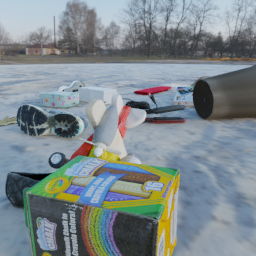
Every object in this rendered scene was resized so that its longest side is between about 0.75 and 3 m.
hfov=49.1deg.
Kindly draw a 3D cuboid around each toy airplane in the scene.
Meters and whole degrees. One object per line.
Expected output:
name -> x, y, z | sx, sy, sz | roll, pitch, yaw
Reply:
toy airplane -> -0.210, 0.330, 4.163 | 1.158, 1.634, 1.641 | 30, 23, 29

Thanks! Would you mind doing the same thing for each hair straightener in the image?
hair straightener -> 0.601, -0.636, 8.823 | 2.487, 0.957, 0.509 | 0, 16, 0

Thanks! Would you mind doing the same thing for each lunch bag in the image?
lunch bag -> -2.763, -1.182, 11.491 | 1.468, 0.566, 1.177 | 6, 14, 19

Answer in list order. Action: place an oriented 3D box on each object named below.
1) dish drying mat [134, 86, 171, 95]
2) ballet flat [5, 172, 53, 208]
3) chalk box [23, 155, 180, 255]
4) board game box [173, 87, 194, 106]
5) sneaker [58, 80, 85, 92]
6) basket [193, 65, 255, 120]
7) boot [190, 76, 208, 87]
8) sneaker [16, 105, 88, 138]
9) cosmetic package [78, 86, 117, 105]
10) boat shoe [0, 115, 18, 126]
dish drying mat -> 1.383, -2.036, 15.201 | 0.928, 0.220, 2.417 | 11, 20, 36
ballet flat -> -0.965, 0.801, 4.503 | 1.864, 0.529, 0.619 | -10, 18, -31
chalk box -> -0.364, 0.966, 3.009 | 1.648, 1.029, 1.021 | 7, 17, 20
board game box -> 2.736, -1.330, 11.594 | 1.558, 0.270, 0.984 | 3, 46, 20
sneaker -> -2.523, -1.717, 13.300 | 0.816, 0.761, 2.058 | 14, 25, 14
basket -> 3.550, -1.125, 9.451 | 2.376, 1.616, 2.142 | -9, 43, -14
boot -> 4.259, -1.641, 12.570 | 2.841, 0.998, 2.077 | -30, 43, -34
sneaker -> -2.096, -0.142, 7.767 | 2.098, 0.814, 0.906 | 13, 7, 17
cosmetic package -> -1.346, -1.437, 12.258 | 1.562, 0.634, 0.882 | 10, 17, 35
boat shoe -> -3.749, -0.253, 8.697 | 0.758, 0.289, 0.272 | -14, 21, -41
